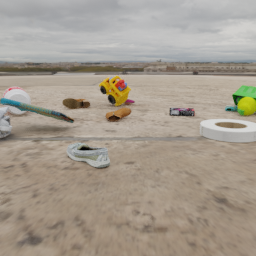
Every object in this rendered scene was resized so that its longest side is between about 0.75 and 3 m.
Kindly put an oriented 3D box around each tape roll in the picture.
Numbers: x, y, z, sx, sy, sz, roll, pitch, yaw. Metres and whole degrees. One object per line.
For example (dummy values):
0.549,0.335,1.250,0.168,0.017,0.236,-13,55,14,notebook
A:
3.106,0.053,8.536,1.819,0.332,1.819,-1,14,0,tape roll

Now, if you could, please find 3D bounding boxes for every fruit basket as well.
5.202,-0.988,11.895,1.688,1.688,1.218,11,-26,38,fruit basket

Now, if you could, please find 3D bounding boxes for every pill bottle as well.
-4.794,-1.172,12.073,1.089,1.089,1.941,-6,15,-24,pill bottle

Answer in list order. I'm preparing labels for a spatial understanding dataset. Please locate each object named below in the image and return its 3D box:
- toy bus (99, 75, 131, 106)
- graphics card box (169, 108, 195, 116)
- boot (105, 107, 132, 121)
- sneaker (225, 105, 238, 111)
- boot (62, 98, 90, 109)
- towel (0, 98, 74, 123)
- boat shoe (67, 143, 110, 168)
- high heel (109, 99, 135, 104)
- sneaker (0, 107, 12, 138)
-0.587,-2.046,13.774,1.012,1.491,1.431,-38,-9,-30,toy bus
2.265,-0.681,11.797,1.038,0.264,0.651,1,14,9,graphics card box
-0.329,-0.486,10.756,1.070,0.394,0.828,-13,14,-5,boot
4.766,-0.841,12.622,0.767,0.297,0.306,1,33,25,sneaker
-2.583,-1.267,13.687,1.368,0.524,1.062,-5,14,-22,boot
-2.860,-0.532,8.964,2.006,0.218,1.471,14,-4,8,towel
-0.913,0.528,6.315,0.496,0.431,1.345,-12,18,-41,boat shoe
-0.312,-1.611,14.574,1.396,0.671,0.471,4,-5,-12,high heel
-4.391,-0.218,8.466,1.460,0.954,2.540,-7,20,-29,sneaker
